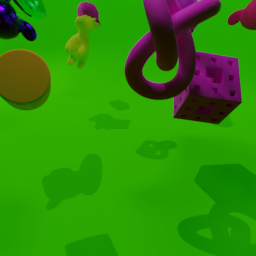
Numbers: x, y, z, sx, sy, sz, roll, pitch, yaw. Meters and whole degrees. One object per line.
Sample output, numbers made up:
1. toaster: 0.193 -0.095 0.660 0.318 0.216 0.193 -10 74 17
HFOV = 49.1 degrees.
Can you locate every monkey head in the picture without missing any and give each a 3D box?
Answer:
1. monkey head: 3.531 -3.275 7.535 0.989 1.180 1.641 -32 23 -27
2. monkey head: -2.544 -2.375 5.613 1.524 1.096 0.918 25 4 -45

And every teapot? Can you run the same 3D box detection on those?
1. teapot: -1.306 -3.814 9.359 0.658 0.836 1.344 -23 64 -23
2. teapot: 1.682 -3.457 8.461 0.885 1.808 1.124 -15 38 14

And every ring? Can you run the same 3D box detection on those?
1. ring: -2.245 -2.919 5.892 0.288 1.439 1.439 -29 29 9

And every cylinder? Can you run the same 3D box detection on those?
1. cylinder: -1.525 -0.672 4.108 0.761 0.761 0.761 -9 0 -16

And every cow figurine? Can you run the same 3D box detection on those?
1. cow figurine: -1.366 -2.609 8.370 0.738 1.345 1.323 20 64 1

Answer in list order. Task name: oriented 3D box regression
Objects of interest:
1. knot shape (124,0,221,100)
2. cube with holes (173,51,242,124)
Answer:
1. knot shape: 0.622 -1.404 4.268 0.887 1.919 1.795 31 2 23
2. cube with holes: 1.586 -0.805 5.803 1.024 1.024 1.024 8 66 -5
